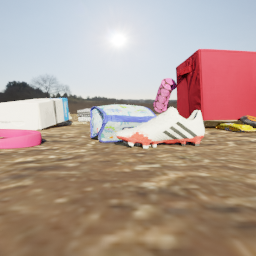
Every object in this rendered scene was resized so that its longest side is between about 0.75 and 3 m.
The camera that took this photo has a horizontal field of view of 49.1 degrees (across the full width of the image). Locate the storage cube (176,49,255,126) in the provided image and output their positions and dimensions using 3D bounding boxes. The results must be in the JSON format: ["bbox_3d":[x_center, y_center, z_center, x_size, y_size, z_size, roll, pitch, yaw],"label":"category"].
[{"bbox_3d":[3.187,-1.311,10.164,2.638,2.371,2.255,-1,-4,-11],"label":"storage cube"}]

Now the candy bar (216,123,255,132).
[{"bbox_3d":[3.359,-0.022,8.898,0.484,0.215,1.941,-1,3,-5],"label":"candy bar"}]

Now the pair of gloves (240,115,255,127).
[{"bbox_3d":[4.647,-0.167,8.413,2.172,0.269,1.935,-8,18,-28],"label":"pair of gloves"}]

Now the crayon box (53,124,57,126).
[{"bbox_3d":[-3.284,-0.315,11.889,0.644,0.264,1.024,0,18,4],"label":"crayon box"}]

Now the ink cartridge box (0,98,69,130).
[{"bbox_3d":[-3.364,-0.558,10.211,1.616,0.933,2.213,0,9,12],"label":"ink cartridge box"}]

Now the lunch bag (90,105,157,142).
[{"bbox_3d":[-0.144,-0.126,5.891,1.107,0.829,1.302,-1,-6,-20],"label":"lunch bag"}]

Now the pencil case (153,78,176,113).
[{"bbox_3d":[1.611,-1.426,12.116,0.776,0.752,1.656,-12,-29,-17],"label":"pencil case"}]

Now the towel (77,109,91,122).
[{"bbox_3d":[-1.907,-0.797,16.264,1.593,0.824,1.924,0,4,14],"label":"towel"}]

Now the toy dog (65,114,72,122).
[{"bbox_3d":[-3.738,-0.687,14.760,1.284,0.924,1.324,36,8,18],"label":"toy dog"}]

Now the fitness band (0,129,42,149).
[{"bbox_3d":[-2.319,0.190,5.471,1.119,0.292,1.558,1,4,-30],"label":"fitness band"}]

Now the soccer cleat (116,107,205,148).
[{"bbox_3d":[0.603,-0.022,5.060,1.685,0.718,0.578,0,3,-14],"label":"soccer cleat"}]

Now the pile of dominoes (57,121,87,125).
[{"bbox_3d":[-3.432,-0.375,13.181,2.405,0.383,1.875,2,4,35],"label":"pile of dominoes"}]
